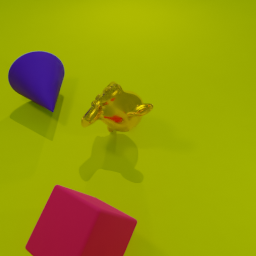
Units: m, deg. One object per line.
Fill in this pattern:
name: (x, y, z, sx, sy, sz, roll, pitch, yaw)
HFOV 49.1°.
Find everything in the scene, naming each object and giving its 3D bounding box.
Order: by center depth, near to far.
cube: (-0.697, 1.650, 4.359, 1.053, 1.053, 1.053, 16, 76, 39)
monkey head: (-0.298, -0.278, 6.079, 1.093, 1.814, 1.305, 44, 61, -12)
cone: (-2.064, -0.877, 6.939, 1.454, 1.454, 1.459, -19, 53, -17)
